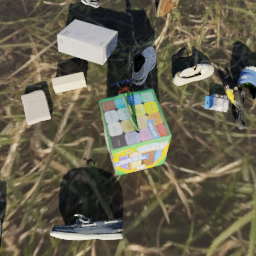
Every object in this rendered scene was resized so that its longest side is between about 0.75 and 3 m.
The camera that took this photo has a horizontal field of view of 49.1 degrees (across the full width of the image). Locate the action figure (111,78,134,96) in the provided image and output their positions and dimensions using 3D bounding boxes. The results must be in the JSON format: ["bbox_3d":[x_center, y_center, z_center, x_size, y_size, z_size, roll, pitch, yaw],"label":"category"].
[{"bbox_3d":[-0.200,-1.560,11.174,1.012,0.529,0.979,-4,52,29],"label":"action figure"}]

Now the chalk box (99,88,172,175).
[{"bbox_3d":[0.188,0.041,8.861,1.820,2.936,1.833,-13,64,-7],"label":"chalk box"}]

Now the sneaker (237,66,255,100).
[{"bbox_3d":[5.390,-1.373,10.812,2.492,0.979,1.111,30,74,23],"label":"sneaker"}]

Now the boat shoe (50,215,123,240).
[{"bbox_3d":[-1.229,3.033,8.538,2.173,0.813,0.672,1,64,-1],"label":"boat shoe"}]

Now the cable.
[{"bbox_3d":[4.246,-0.810,10.815,0.883,0.457,1.818,4,75,-37],"label":"cable"}]

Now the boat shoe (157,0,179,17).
[{"bbox_3d":[2.015,-6.000,13.166,0.732,0.774,2.153,21,65,11],"label":"boat shoe"}]

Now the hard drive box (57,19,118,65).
[{"bbox_3d":[-1.658,-3.634,11.733,2.035,0.782,1.586,19,49,10],"label":"hard drive box"}]

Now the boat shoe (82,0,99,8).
[{"bbox_3d":[-1.829,-6.105,13.471,0.957,0.327,0.353,32,67,15],"label":"boat shoe"}]

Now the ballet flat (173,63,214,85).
[{"bbox_3d":[2.729,-2.240,11.348,1.918,0.598,0.647,-25,66,-12],"label":"ballet flat"}]

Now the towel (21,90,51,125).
[{"bbox_3d":[-3.558,-0.808,10.829,0.916,0.238,1.382,-17,65,-7],"label":"towel"}]

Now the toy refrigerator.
[{"bbox_3d":[-2.353,-1.828,11.207,1.254,0.476,0.439,-15,64,-7],"label":"toy refrigerator"}]

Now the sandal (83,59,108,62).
[{"bbox_3d":[-1.406,-3.042,11.945,1.084,0.259,0.407,3,63,2],"label":"sandal"}]

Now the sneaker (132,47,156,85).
[{"bbox_3d":[0.709,-2.771,11.317,0.740,1.128,1.961,19,64,9],"label":"sneaker"}]

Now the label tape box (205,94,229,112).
[{"bbox_3d":[3.452,-1.006,10.904,0.843,0.267,0.608,10,63,5],"label":"label tape box"}]
